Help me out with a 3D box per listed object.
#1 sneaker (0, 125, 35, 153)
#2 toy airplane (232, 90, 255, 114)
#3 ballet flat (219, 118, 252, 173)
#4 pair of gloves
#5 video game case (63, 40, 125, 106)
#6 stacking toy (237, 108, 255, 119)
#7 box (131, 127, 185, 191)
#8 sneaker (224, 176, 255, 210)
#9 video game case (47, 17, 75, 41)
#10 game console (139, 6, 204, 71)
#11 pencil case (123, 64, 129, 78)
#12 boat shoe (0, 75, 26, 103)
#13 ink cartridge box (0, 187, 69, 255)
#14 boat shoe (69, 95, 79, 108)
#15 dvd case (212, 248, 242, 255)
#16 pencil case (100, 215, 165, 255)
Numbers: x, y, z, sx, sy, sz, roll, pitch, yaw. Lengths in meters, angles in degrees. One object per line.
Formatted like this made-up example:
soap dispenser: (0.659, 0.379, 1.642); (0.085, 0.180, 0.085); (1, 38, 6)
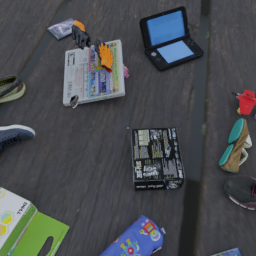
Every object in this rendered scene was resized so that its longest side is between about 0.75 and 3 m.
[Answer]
sneaker: (-4.082, 0.585, 9.242); (1.868, 0.710, 1.350); (-2, 53, 2)
toy airplane: (4.680, -0.916, 10.198); (1.890, 0.348, 1.890); (9, 41, -8)
ballet flat: (3.700, 0.630, 9.336); (0.741, 0.695, 2.049); (33, 61, -3)
pair of gloves: (-1.249, -2.989, 10.067); (0.238, 1.922, 1.713); (-36, 41, 27)
video game case: (-1.345, -2.175, 10.912); (2.353, 0.285, 2.585); (-9, 62, 10)
stacking toy: (5.047, -0.672, 10.303); (1.690, 0.397, 1.274); (-34, 63, -21)
box: (0.886, 0.975, 8.949); (1.520, 0.799, 1.857); (-3, 56, -2)
sneaker: (4.273, 1.786, 7.928); (2.771, 1.601, 1.049); (18, 58, 11)
video game case: (-2.920, -4.640, 13.105); (1.397, 0.133, 0.998); (-33, 62, -19)
game console: (1.874, -3.779, 11.808); (2.281, 1.328, 2.006); (-22, 59, -14)
pencil case: (-0.557, -2.611, 11.470); (0.658, 0.658, 1.505); (-26, 61, -16)
boat shoe: (-5.251, -1.267, 10.376); (2.777, 0.913, 0.992); (-24, 60, -15)
ink cartridge box: (-3.023, 2.855, 7.672); (2.242, 0.849, 1.657); (20, 59, 14)
boat shoe: (-1.783, -0.943, 9.227); (0.268, 0.228, 0.800); (-30, 31, 12)
dvd case: (2.386, 4.003, 7.331); (1.718, 0.151, 1.226); (-12, 58, -8)
pencil case: (-0.034, 3.340, 7.337); (2.266, 0.884, 0.984); (-37, 76, -22)
